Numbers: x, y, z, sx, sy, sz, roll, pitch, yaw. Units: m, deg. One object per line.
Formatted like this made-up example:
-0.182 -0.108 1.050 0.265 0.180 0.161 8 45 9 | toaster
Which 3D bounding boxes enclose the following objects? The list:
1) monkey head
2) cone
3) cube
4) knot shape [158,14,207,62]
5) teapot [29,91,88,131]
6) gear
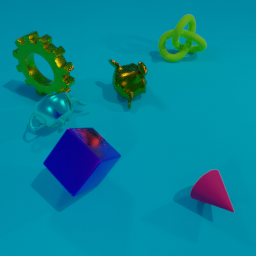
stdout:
0.048 -1.434 8.157 1.001 1.195 1.661 -21 82 -11 | monkey head
1.932 1.482 5.948 0.849 0.849 0.853 -26 47 -20 | cone
-0.976 0.688 6.101 1.016 1.016 1.016 43 106 16 | cube
1.844 -3.027 9.342 1.600 1.497 0.739 -6 49 -3 | knot shape
-1.895 -0.458 7.574 1.787 1.111 0.875 -35 89 -35 | teapot
-2.397 -1.724 7.956 1.923 1.923 0.356 23 46 18 | gear
